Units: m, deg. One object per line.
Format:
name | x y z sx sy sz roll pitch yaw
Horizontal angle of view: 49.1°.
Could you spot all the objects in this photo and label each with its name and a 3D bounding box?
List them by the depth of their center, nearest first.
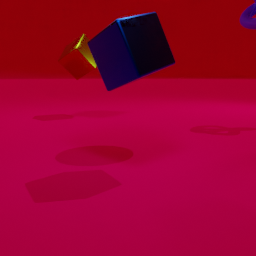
cube | 0.043 -1.008 3.749 0.729 0.729 0.729 -28 9 -37
knot shape | 3.658 -3.000 7.312 1.637 1.750 0.809 -43 -5 -30
cube | -1.616 -2.397 9.499 0.937 0.937 0.937 -23 38 33
